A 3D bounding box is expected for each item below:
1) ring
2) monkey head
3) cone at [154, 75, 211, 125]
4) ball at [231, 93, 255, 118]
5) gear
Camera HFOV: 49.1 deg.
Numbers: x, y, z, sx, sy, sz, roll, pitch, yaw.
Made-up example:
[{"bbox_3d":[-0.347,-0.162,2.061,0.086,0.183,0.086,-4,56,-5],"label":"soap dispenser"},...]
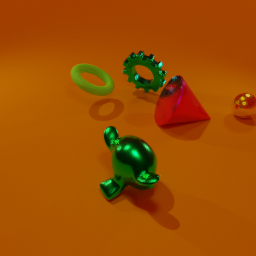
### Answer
[{"bbox_3d":[-1.149,-1.602,9.237,1.512,0.302,1.512,20,36,-16],"label":"ring"},{"bbox_3d":[-0.065,0.869,6.214,1.412,1.183,1.963,-31,47,-14],"label":"monkey head"},{"bbox_3d":[1.938,-0.576,8.761,1.635,1.629,1.629,21,31,-17],"label":"cone"},{"bbox_3d":[3.720,-0.712,8.929,0.812,0.812,0.812,0,35,0],"label":"ball"},{"bbox_3d":[0.572,-1.946,9.847,1.589,1.589,0.294,17,55,23],"label":"gear"}]
